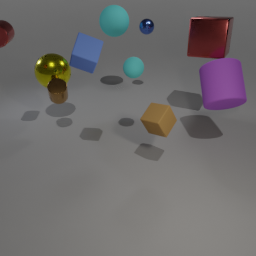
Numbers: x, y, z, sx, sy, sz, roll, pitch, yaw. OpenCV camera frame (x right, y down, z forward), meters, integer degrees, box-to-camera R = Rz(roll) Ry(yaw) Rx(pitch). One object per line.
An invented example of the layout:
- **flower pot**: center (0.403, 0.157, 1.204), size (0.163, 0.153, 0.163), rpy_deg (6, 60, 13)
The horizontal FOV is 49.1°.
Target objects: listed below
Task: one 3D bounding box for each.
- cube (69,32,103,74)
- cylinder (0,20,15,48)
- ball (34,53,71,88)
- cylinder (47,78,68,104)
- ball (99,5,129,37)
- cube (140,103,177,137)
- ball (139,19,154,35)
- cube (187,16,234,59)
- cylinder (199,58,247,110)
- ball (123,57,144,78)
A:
- **cube**: center (-1.149, -2.037, 7.675), size (0.700, 0.700, 0.700), rpy_deg (17, 72, -13)
- **cylinder**: center (-4.030, -2.971, 8.819), size (0.700, 0.700, 0.700), rpy_deg (-1, 32, -2)
- **ball**: center (-2.952, -2.221, 11.029), size (1.400, 1.400, 1.400), rpy_deg (0, 30, 0)
- **cylinder**: center (-2.575, -1.350, 10.301), size (0.700, 0.700, 0.700), rpy_deg (3, 64, -7)
- **ball**: center (-0.645, -5.000, 13.112), size (1.400, 1.400, 1.400), rpy_deg (0, 30, 0)
- **cube**: center (0.925, -0.247, 8.414), size (0.700, 0.700, 0.700), rpy_deg (14, 61, 41)
- **ball**: center (0.868, -4.695, 12.971), size (0.700, 0.700, 0.700), rpy_deg (0, 30, 0)
- **cube**: center (3.184, -3.526, 10.817), size (1.400, 1.400, 1.400), rpy_deg (11, 27, 23)
- **cylinder**: center (3.227, -1.462, 9.598), size (1.400, 1.400, 1.400), rpy_deg (-4, -12, -1)
- **ball**: center (0.183, -2.007, 9.317), size (0.700, 0.700, 0.700), rpy_deg (0, 30, 0)
